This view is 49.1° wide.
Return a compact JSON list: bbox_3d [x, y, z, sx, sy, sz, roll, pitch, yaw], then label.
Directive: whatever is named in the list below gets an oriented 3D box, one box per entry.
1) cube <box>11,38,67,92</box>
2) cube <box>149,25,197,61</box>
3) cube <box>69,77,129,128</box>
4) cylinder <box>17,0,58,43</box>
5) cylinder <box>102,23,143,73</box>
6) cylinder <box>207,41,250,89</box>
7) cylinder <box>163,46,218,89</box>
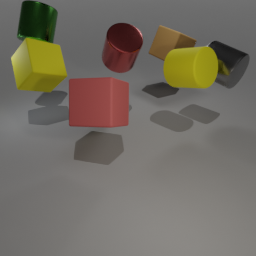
[{"bbox_3d":[-3.380,-2.318,10.641,1.400,1.400,1.400,-2,-20,-46],"label":"cube"},{"bbox_3d":[2.124,-3.884,13.414,1.400,1.400,1.400,2,27,-45],"label":"cube"},{"bbox_3d":[-0.853,-0.755,8.584,1.400,1.400,1.400,2,3,20],"label":"cube"},{"bbox_3d":[-3.614,-4.128,11.208,1.400,1.400,1.400,10,3,-1],"label":"cylinder"},{"bbox_3d":[-0.251,-3.115,11.004,1.400,1.400,1.400,5,68,-12],"label":"cylinder"},{"bbox_3d":[3.622,-2.419,10.695,1.400,1.400,1.400,37,44,30],"label":"cylinder"},{"bbox_3d":[2.226,-2.137,9.990,1.400,1.400,1.400,-23,23,-35],"label":"cylinder"}]
